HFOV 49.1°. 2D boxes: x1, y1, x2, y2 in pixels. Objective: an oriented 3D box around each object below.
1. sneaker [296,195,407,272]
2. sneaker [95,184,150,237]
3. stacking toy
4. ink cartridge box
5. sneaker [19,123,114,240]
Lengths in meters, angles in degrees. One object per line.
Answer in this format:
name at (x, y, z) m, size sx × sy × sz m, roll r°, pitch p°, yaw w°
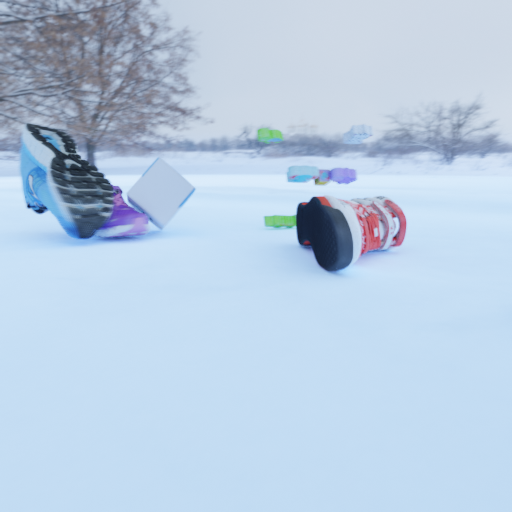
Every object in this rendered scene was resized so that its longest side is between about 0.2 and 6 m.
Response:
sneaker at (1.608, -0.457, 8.553) m, size 1.631 × 1.016 × 3.043 m, roll -3°, pitch 8°, yaw -4°
sneaker at (-2.814, -0.901, 10.919) m, size 0.923 × 1.015 × 2.296 m, roll -2°, pitch 8°, yaw -36°
stacking toy at (1.470, -1.795, 12.484) m, size 2.927 × 2.206 × 0.688 m, roll -3°, pitch -10°, yaw -20°
ink cartridge box at (-1.927, -1.202, 11.226) m, size 0.961 × 0.965 × 1.316 m, roll 40°, pitch -9°, yaw -8°
sneaker at (-3.728, -1.229, 10.715) m, size 1.211 × 1.390 × 3.090 m, roll 5°, pitch 35°, yaw -43°
